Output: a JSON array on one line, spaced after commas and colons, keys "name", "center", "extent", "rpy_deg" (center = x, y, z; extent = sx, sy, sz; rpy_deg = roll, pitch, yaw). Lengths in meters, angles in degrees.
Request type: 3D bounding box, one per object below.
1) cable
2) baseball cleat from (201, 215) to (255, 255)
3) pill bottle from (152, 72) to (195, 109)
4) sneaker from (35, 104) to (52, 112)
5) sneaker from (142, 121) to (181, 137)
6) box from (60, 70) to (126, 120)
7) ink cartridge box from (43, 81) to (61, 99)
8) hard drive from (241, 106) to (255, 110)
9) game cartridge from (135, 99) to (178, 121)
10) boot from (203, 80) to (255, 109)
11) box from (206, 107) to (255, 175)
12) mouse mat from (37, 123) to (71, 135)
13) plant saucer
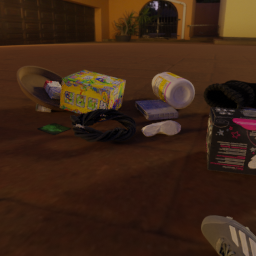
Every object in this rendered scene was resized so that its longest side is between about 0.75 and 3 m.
[{"name": "cable", "center": [-0.696, -0.112, 9.429], "extent": [2.348, 0.596, 1.916], "rpy_deg": [-2, 24, -27]}, {"name": "baseball cleat", "center": [1.708, 2.011, 4.142], "extent": [1.033, 0.677, 1.940], "rpy_deg": [-15, 25, -34]}, {"name": "pill bottle", "center": [2.001, -1.881, 13.277], "extent": [1.355, 1.355, 2.599], "rpy_deg": [-5, 22, -13]}, {"name": "sneaker", "center": [-3.571, -1.126, 12.472], "extent": [0.717, 0.613, 1.646], "rpy_deg": [18, 33, -10]}, {"name": "sneaker", "center": [1.136, -0.016, 9.743], "extent": [1.348, 0.507, 0.596], "rpy_deg": [-4, 10, -8]}, {"name": "box", "center": [-1.428, -1.461, 11.821], "extent": [2.040, 1.292, 2.118], "rpy_deg": [16, 24, 11]}, {"name": "ink cartridge box", "center": [-3.238, -1.669, 12.385], "extent": [0.643, 0.373, 0.891], "rpy_deg": [-2, 42, -46]}, {"name": "hard drive", "center": [5.053, -0.497, 11.188], "extent": [1.379, 0.265, 2.090], "rpy_deg": [-18, 27, -40]}, {"name": "game cartridge", "center": [1.183, -0.783, 11.871], "extent": [1.304, 0.386, 2.011], "rpy_deg": [-1, 21, -14]}, {"name": "boot", "center": [4.810, -1.181, 11.014], "extent": [3.150, 1.185, 2.355], "rpy_deg": [11, 18, 34]}, {"name": "box", "center": [3.363, 0.357, 7.470], "extent": [2.388, 1.370, 1.578], "rpy_deg": [6, 20, 12]}, {"name": "mouse mat", "center": [-2.696, 0.025, 10.184], "extent": [1.000, 0.038, 0.805], "rpy_deg": [14, 25, 34]}, {"name": "plant saucer", "center": [-3.504, -1.719, 12.400], "extent": [2.915, 0.429, 2.915], "rpy_deg": [28, 28, -16]}]
